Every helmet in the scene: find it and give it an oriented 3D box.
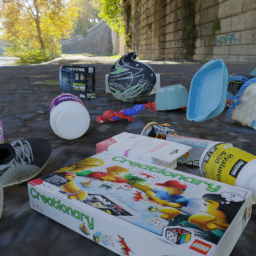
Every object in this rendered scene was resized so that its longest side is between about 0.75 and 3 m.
[{"bbox_3d":[0.173,-2.279,13.224,2.291,2.291,2.184,-2,39,-6],"label":"helmet"}]

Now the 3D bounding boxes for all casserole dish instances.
[{"bbox_3d":[2.306,-1.017,7.992,0.406,2.090,1.266,28,-31,-24],"label":"casserole dish"}]

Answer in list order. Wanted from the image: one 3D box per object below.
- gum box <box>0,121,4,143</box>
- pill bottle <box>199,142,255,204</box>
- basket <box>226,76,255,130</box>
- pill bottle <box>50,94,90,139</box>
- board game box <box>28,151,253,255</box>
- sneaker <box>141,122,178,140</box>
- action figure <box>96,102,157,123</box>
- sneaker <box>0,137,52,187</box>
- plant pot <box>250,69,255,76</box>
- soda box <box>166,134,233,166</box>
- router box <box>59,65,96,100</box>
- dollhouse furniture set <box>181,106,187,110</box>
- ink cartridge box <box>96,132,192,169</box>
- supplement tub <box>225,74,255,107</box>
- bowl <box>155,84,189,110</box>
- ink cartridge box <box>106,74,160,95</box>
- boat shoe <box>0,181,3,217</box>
[{"bbox_3d":[-3.539,0.396,5.730,2.015,1.144,0.666,5,17,18],"label":"gum box"},{"bbox_3d":[1.997,0.821,4.893,0.803,0.803,1.442,-7,18,-24],"label":"pill bottle"},{"bbox_3d":[4.118,-1.073,9.552,2.077,1.639,2.356,-10,49,-32],"label":"basket"},{"bbox_3d":[-1.760,-0.346,8.384,1.115,1.115,1.983,-4,17,-15],"label":"pill bottle"},{"bbox_3d":[0.140,1.116,4.333,2.952,0.511,1.864,11,19,34],"label":"board game box"},{"bbox_3d":[0.810,0.195,7.050,1.403,0.549,0.542,-9,41,-47],"label":"sneaker"},{"bbox_3d":[-0.070,-0.514,10.097,2.206,0.570,0.722,-11,13,-19],"label":"action figure"},{"bbox_3d":[-2.027,0.555,4.978,1.226,0.797,2.124,-39,-4,41],"label":"sneaker"},{"bbox_3d":[6.387,-1.781,12.522,1.817,1.817,1.458,3,31,11],"label":"plant pot"},{"bbox_3d":[1.557,0.535,6.266,1.477,0.470,0.505,8,22,15],"label":"soda box"},{"bbox_3d":[-2.689,-2.441,14.766,2.227,1.668,0.692,12,19,38],"label":"router box"},{"bbox_3d":[2.710,-0.890,11.881,0.954,0.388,0.513,17,15,-2],"label":"dollhouse furniture set"},{"bbox_3d":[0.331,0.619,5.928,1.789,0.604,1.042,10,20,36],"label":"ink cartridge box"},{"bbox_3d":[4.929,-1.501,11.849,1.477,1.477,2.410,-7,19,-25],"label":"supplement tub"},{"bbox_3d":[1.849,-1.336,11.840,1.654,0.865,1.654,-10,10,2],"label":"bowl"},{"bbox_3d":[0.304,-2.612,16.353,2.663,1.106,1.952,9,18,30],"label":"ink cartridge box"},{"bbox_3d":[-2.128,1.216,3.982,0.475,0.550,1.513,0,20,-11],"label":"boat shoe"}]
